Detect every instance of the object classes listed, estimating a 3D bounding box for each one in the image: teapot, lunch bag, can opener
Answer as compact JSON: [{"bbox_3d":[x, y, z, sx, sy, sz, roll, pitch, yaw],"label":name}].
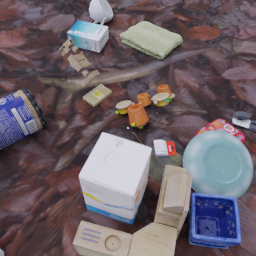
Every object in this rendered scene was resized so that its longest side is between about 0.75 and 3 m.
[{"bbox_3d":[-1.539,-6.065,14.692,1.053,1.422,1.441,-23,20,27],"label":"teapot"},{"bbox_3d":[3.243,0.508,9.822,1.655,0.678,1.458,-28,58,-30],"label":"lunch bag"},{"bbox_3d":[4.746,-0.165,10.476,1.639,0.548,0.437,19,55,14],"label":"can opener"}]

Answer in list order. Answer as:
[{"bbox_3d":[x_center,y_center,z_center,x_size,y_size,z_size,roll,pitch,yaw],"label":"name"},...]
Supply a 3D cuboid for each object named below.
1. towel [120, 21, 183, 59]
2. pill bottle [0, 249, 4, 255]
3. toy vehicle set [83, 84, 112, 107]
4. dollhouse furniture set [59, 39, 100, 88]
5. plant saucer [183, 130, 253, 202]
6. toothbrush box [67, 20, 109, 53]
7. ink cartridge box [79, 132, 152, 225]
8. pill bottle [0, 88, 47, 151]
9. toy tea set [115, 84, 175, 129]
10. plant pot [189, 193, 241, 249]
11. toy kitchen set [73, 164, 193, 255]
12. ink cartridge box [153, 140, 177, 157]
[{"bbox_3d":[1.121,-4.384,13.741,2.668,0.487,1.979,33,61,23],"label":"towel"},{"bbox_3d":[-4.120,3.336,7.679,1.311,0.748,0.748,24,56,18],"label":"pill bottle"},{"bbox_3d":[-1.261,-1.369,11.654,0.648,0.138,1.043,36,61,24],"label":"toy vehicle set"},{"bbox_3d":[-2.052,-2.468,10.802,1.739,0.770,0.901,51,28,-5],"label":"dollhouse furniture set"},{"bbox_3d":[2.991,1.165,9.021,2.388,0.460,2.388,1,74,-5],"label":"plant saucer"},{"bbox_3d":[-1.934,-4.495,13.674,1.681,0.717,1.231,14,54,11],"label":"toothbrush box"},{"bbox_3d":[-0.306,1.516,8.180,1.553,2.147,1.580,16,54,12],"label":"ink cartridge box"},{"bbox_3d":[-4.468,-0.091,9.764,2.858,1.598,1.598,-31,59,-22],"label":"pill bottle"},{"bbox_3d":[0.851,-0.795,10.961,2.539,0.940,1.510,-25,27,-14],"label":"toy tea set"},{"bbox_3d":[2.337,2.687,7.918,1.285,1.155,1.285,6,53,4],"label":"plant pot"},{"bbox_3d":[0.227,2.060,7.632,2.609,2.359,2.892,12,54,9],"label":"toy kitchen set"},{"bbox_3d":[1.322,0.703,10.054,0.756,0.216,0.614,-6,53,1],"label":"ink cartridge box"}]
